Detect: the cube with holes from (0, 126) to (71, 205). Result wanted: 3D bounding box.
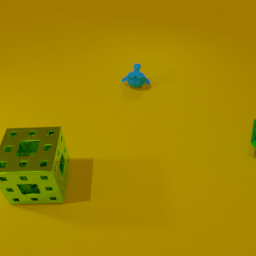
[{"bbox_3d":[-2.339,0.952,7.069,1.384,1.384,1.384,-2,46,0],"label":"cube with holes"}]

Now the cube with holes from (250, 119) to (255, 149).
[{"bbox_3d":[4.174,0.247,7.750,1.001,1.001,1.001,44,48,-17],"label":"cube with holes"}]

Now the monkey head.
[{"bbox_3d":[0.307,-1.895,10.237,1.088,0.656,0.783,5,68,2],"label":"monkey head"}]
